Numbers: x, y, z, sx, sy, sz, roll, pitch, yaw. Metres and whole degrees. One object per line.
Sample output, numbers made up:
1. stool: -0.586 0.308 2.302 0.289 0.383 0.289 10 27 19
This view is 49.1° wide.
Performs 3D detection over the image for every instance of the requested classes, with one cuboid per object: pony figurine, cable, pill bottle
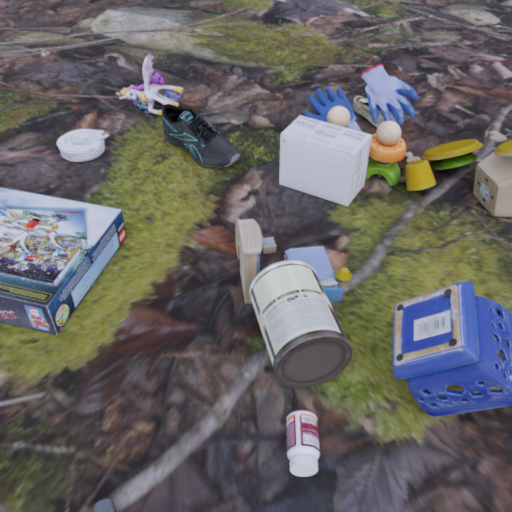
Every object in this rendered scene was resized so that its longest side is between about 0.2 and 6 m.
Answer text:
1. pony figurine: -2.801 -4.446 15.043 1.558 1.297 1.504 18 53 -2
2. cable: -4.218 -2.677 13.529 1.087 0.376 1.087 15 46 17
3. pill bottle: 0.640 2.573 7.681 0.444 0.444 0.778 1 43 1

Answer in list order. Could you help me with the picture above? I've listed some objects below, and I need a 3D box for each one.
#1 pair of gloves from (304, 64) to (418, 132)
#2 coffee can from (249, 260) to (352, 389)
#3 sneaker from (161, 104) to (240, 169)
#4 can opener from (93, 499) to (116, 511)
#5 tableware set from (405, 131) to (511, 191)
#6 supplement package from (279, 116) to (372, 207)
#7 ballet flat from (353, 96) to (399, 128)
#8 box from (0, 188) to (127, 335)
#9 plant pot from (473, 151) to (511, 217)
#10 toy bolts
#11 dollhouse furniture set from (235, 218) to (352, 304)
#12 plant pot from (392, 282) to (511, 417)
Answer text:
1. pair of gloves: 2.644 -3.863 14.410 2.737 0.312 2.201 -23 54 3
2. coffee can: 0.651 1.043 8.782 1.206 1.206 1.647 -9 43 -10
3. sneaker: -1.404 -2.824 13.172 2.358 0.935 0.889 30 64 26
4. can opener: -1.729 3.647 6.526 0.515 0.411 1.541 -17 44 -19
5. tableware set: 5.257 -2.150 11.810 4.215 0.647 2.839 -12 16 15
6. supplement package: 1.457 -2.061 12.127 1.698 1.323 0.942 22 47 22
7. ballet flat: 3.105 -3.721 14.565 0.557 0.557 1.603 -26 48 -26
8. box: -4.823 -0.135 10.431 3.948 0.744 2.696 11 43 12
9. plant pot: 5.291 -1.530 11.708 1.115 1.260 1.258 -17 44 -4
10. toy bolts: 2.498 -2.775 12.870 2.002 1.389 1.913 13 44 14
11. dollhouse furniture set: 0.638 -0.159 10.105 1.898 1.239 1.792 -5 43 -6
12. plant pot: 2.711 1.256 7.813 1.434 1.289 1.434 -25 38 39
